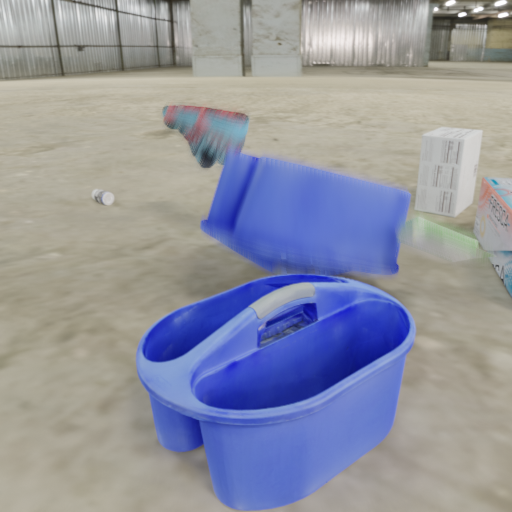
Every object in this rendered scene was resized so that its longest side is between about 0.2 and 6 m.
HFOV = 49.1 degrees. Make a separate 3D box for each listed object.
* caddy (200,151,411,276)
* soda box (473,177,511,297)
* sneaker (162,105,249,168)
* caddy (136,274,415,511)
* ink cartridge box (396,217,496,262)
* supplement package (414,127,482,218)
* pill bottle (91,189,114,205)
[{"bbox_3d":[0.766,-0.457,8.465,3.214,1.687,2.272,8,11,-29],"label":"caddy"},{"bbox_3d":[4.693,-0.318,9.554,1.137,1.223,3.576,4,23,9],"label":"soda box"},{"bbox_3d":[-1.088,-2.224,10.514,0.917,1.104,2.311,-5,20,-37],"label":"sneaker"},{"bbox_3d":[0.250,1.056,5.785,3.018,1.584,2.134,-19,30,-38],"label":"caddy"},{"bbox_3d":[2.455,-0.223,7.276,0.898,0.296,1.234,21,-7,-4],"label":"ink cartridge box"},{"bbox_3d":[4.401,-1.957,12.838,0.970,1.750,1.363,15,27,33],"label":"supplement package"},{"bbox_3d":[-3.685,-1.417,13.428,0.551,0.313,0.313,20,30,40],"label":"pill bottle"}]
